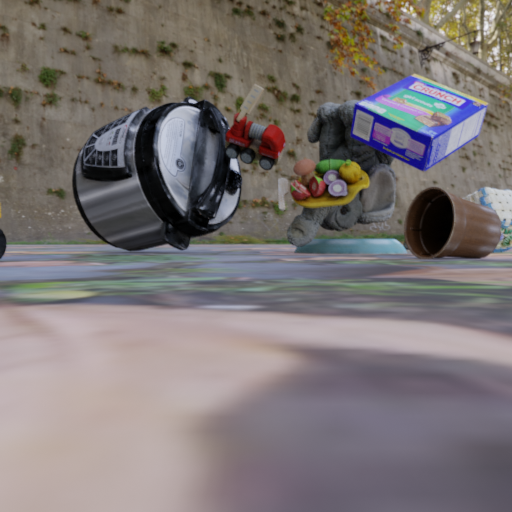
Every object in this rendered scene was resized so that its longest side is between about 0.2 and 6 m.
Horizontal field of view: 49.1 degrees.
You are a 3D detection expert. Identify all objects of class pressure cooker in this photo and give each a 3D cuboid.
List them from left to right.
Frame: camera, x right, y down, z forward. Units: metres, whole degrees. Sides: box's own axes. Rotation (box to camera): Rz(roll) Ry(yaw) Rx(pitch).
[{"bbox_3d":[-1.905,-1.756,12.188,3.349,2.945,2.991,-10,17,36],"label":"pressure cooker"}]

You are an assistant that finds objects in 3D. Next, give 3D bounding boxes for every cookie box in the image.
[{"bbox_3d":[2.612,-2.189,9.003,1.450,0.637,1.695,35,50,30],"label":"cookie box"}]

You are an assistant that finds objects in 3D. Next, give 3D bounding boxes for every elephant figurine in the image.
[{"bbox_3d":[1.643,-1.295,10.660,2.211,2.850,2.016,13,-6,-12],"label":"elephant figurine"}]

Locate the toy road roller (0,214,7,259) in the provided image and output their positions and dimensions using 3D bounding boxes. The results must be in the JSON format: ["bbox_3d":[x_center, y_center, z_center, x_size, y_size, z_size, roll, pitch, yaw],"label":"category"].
[{"bbox_3d":[-3.466,-0.475,5.855,1.579,1.153,0.970,0,1,12],"label":"toy road roller"}]

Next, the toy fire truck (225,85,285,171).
[{"bbox_3d":[0.032,-2.231,9.703,1.011,0.739,1.149,20,-38,11],"label":"toy fire truck"}]

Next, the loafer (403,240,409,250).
[{"bbox_3d":[5.113,-0.526,15.604,2.198,0.766,0.827,1,2,40],"label":"loafer"}]

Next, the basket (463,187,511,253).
[{"bbox_3d":[5.154,-0.660,12.918,1.728,1.363,1.960,0,-25,-23],"label":"basket"}]

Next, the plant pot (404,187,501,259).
[{"bbox_3d":[2.861,-0.402,8.060,1.025,1.035,1.035,7,-2,-25],"label":"plant pot"}]

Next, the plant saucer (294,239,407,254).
[{"bbox_3d":[2.026,-0.208,12.143,2.409,0.330,2.409,0,2,0],"label":"plant saucer"}]

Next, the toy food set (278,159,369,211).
[{"bbox_3d":[0.996,-1.233,8.940,1.542,0.907,0.504,-6,-44,17],"label":"toy food set"}]
